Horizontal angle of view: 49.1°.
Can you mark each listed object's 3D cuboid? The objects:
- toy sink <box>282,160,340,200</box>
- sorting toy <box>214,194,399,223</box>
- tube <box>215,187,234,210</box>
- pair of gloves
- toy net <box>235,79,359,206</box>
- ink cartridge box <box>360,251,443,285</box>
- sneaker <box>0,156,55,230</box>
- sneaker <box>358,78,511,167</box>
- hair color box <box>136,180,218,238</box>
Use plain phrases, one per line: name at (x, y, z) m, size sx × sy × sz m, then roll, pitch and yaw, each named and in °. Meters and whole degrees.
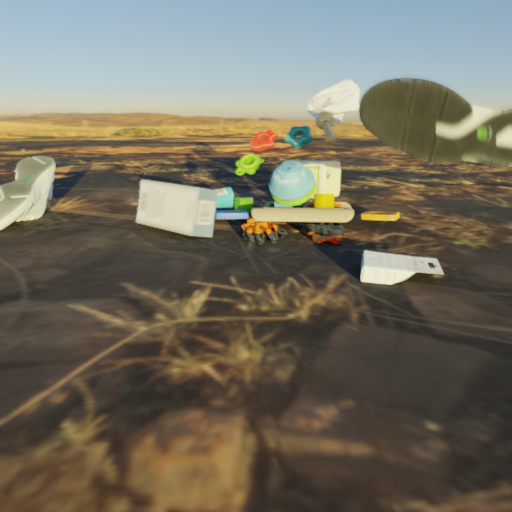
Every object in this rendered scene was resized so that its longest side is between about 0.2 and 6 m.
toy sink at (1.503, -2.065, 15.271) m, size 1.529 × 0.996 × 0.856 m, roll 4°, pitch 15°, yaw 9°
sorting toy at (1.079, -1.121, 12.230) m, size 4.003 × 0.545 × 2.254 m, roll 1°, pitch 10°, yaw 8°
tube at (-1.563, -1.257, 13.326) m, size 2.046 × 0.516 × 0.792 m, roll -9°, pitch 8°, yaw -15°
pair of gloves at (0.699, -0.530, 10.948) m, size 2.034 × 0.251 × 1.812 m, roll 1°, pitch 15°, yaw 1°
toy net at (1.047, -2.580, 12.090) m, size 1.729 × 0.637 × 3.296 m, roll 23°, pitch 64°, yaw 31°
ink cartridge box at (2.109, 0.201, 8.243) m, size 1.112 × 0.317 × 0.904 m, roll 10°, pitch 16°, yaw 9°
sneaker at (-5.034, -1.137, 12.073) m, size 0.958 × 1.091 × 2.723 m, roll 9°, pitch 35°, yaw 6°
sneaker at (2.872, -1.858, 8.649) m, size 2.900 × 1.094 × 1.668 m, roll 12°, pitch 5°, yaw -2°
hair color box at (-1.590, -0.952, 11.031) m, size 1.830 × 0.906 × 0.555 m, roll 14°, pitch 8°, yaw 43°
